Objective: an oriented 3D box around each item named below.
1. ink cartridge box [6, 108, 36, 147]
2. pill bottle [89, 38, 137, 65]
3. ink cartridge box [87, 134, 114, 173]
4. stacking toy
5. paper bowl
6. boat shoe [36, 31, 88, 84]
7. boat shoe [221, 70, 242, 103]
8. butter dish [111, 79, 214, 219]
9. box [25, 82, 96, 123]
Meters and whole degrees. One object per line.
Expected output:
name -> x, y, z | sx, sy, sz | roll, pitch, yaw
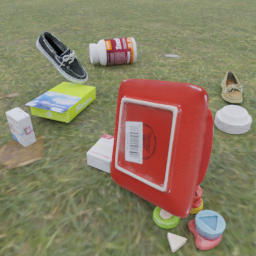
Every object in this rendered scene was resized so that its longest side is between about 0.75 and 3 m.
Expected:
ink cartridge box -> -3.468, -0.031, 9.084 | 0.765, 1.058, 0.448 | 26, 43, 33
pill bottle -> -0.789, -3.936, 14.499 | 2.302, 1.301, 1.301 | -8, 36, -11
ink cartridge box -> -0.622, 0.744, 8.472 | 0.819, 0.470, 1.128 | 17, 37, 21
stacking toy -> 1.383, 1.997, 6.485 | 1.399, 0.653, 1.546 | -10, 35, -16
paper bowl -> 3.742, -0.365, 9.951 | 1.222, 0.635, 1.222 | -1, 34, 1
boat shoe -> -2.409, -2.727, 10.823 | 0.815, 2.385, 0.881 | -20, 27, 52
boat shoe -> 4.377, -1.739, 11.885 | 0.780, 0.667, 2.128 | 2, 35, 3
butter dish -> 1.087, 0.292, 6.962 | 2.089, 2.826, 2.818 | -3, 13, -40
box -> -2.462, -1.012, 10.697 | 1.578, 0.617, 2.589 | 12, 31, 16
